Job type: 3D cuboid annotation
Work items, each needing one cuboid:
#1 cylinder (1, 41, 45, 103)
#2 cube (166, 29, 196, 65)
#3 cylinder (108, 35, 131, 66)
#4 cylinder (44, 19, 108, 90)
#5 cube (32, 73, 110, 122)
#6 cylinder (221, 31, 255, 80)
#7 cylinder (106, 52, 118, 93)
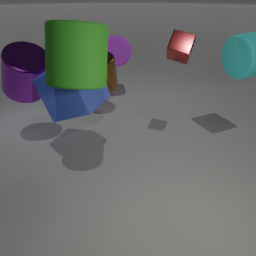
[{"bbox_3d":[-3.252,-1.746,8.870,1.400,1.400,1.400,12,50,-15],"label":"cylinder"},{"bbox_3d":[1.640,-2.513,8.708,0.700,0.700,0.700,19,-9,10],"label":"cube"},{"bbox_3d":[-0.609,-3.753,13.774,1.400,1.400,1.400,-3,12,-6],"label":"cylinder"},{"bbox_3d":[-1.175,-1.662,6.425,1.400,1.400,1.400,3,15,-1],"label":"cylinder"},{"bbox_3d":[-1.612,-1.182,8.265,1.400,1.400,1.400,-10,24,28],"label":"cube"},{"bbox_3d":[4.063,-2.402,9.153,1.400,1.400,1.400,-16,31,-20],"label":"cylinder"},{"bbox_3d":[-1.193,-2.353,11.962,1.400,1.400,1.400,-4,43,4],"label":"cylinder"}]
